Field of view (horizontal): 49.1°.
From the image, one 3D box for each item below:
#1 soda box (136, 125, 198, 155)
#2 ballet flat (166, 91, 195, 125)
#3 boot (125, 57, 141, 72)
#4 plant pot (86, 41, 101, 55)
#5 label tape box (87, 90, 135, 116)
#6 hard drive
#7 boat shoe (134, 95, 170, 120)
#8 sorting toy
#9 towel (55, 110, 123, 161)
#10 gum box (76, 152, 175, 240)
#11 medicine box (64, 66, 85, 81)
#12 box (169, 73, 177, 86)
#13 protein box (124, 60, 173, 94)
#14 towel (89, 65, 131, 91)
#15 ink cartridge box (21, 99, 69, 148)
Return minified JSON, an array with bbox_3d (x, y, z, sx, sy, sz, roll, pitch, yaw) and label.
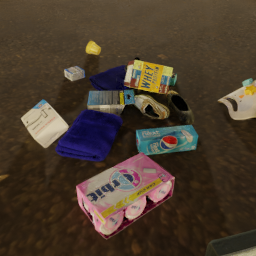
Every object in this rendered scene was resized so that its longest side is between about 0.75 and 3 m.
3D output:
[{"bbox_3d":[1.338,0.415,9.728,2.021,0.648,0.685,-6,35,-7],"label":"soda box"},{"bbox_3d":[2.213,-0.990,11.705,0.808,0.691,2.431,-8,35,-9],"label":"ballet flat"},{"bbox_3d":[0.241,-3.012,13.315,0.395,1.050,0.785,-1,-15,35],"label":"boot"},{"bbox_3d":[-2.105,-4.896,17.361,0.725,0.771,0.771,26,40,8],"label":"plant pot"},{"bbox_3d":[-0.694,-1.057,11.849,1.923,0.609,1.387,-1,33,-2],"label":"label tape box"},{"bbox_3d":[2.724,2.600,5.456,2.741,1.913,0.451,-9,35,-12],"label":"hard drive"},{"bbox_3d":[0.812,-0.885,11.530,1.811,0.677,0.620,27,31,32],"label":"boat shoe"},{"bbox_3d":[5.188,-1.207,11.840,2.354,1.397,2.614,-21,35,4],"label":"sorting toy"},{"bbox_3d":[-1.339,0.152,10.133,1.818,0.610,2.462,7,35,11],"label":"towel"},{"bbox_3d":[-0.101,1.759,7.643,2.430,0.804,1.379,-24,41,-30],"label":"gum box"},{"bbox_3d":[-2.785,-2.855,14.640,0.812,0.418,0.739,-27,43,-33],"label":"medicine box"},{"bbox_3d":[1.592,-2.590,14.263,1.677,0.412,0.690,11,36,15],"label":"box"},{"bbox_3d":[0.835,-2.221,12.204,1.663,1.130,1.675,10,10,-10],"label":"protein box"},{"bbox_3d":[-0.513,-2.307,13.780,2.336,0.579,1.725,-30,53,-36],"label":"towel"},{"bbox_3d":[-3.046,-0.187,10.220,1.145,0.661,1.568,-43,46,-8],"label":"ink cartridge box"}]
